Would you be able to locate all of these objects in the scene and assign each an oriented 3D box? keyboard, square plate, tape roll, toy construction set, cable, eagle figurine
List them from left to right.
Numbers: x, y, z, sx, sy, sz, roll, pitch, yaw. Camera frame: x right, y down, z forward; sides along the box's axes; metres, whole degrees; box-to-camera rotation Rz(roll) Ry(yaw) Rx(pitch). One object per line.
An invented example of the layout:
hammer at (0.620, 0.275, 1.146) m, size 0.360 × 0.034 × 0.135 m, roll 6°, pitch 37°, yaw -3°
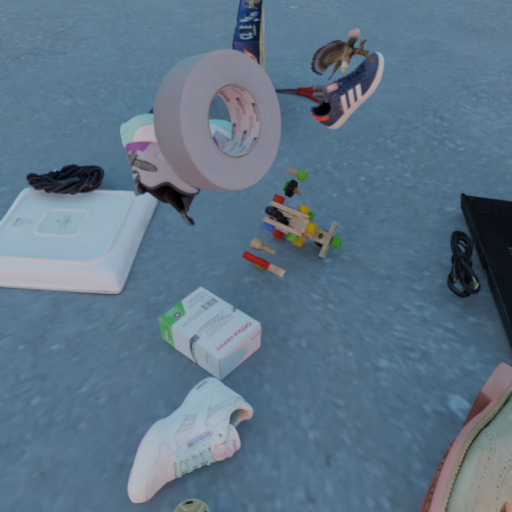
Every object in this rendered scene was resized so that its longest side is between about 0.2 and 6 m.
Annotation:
square plate at (-3.729, -0.496, 10.933) m, size 3.038 × 0.436 × 3.067 m, roll 4°, pitch 39°, yaw 4°
cable at (-4.037, -1.659, 11.903) m, size 1.501 × 0.467 × 1.840 m, roll -9°, pitch 22°, yaw -29°
tape roll at (-0.432, -1.625, 6.837) m, size 0.543 × 1.645 × 1.645 m, roll 8°, pitch 34°, yaw 45°
toy construction set at (0.782, -0.329, 10.222) m, size 1.392 × 1.511 × 1.811 m, roll 27°, pitch 66°, yaw 13°
eagle figurine at (1.179, -2.748, 7.775) m, size 0.727 × 0.552 × 0.549 m, roll -2°, pitch 42°, yaw 41°
keyboard at (4.550, 0.305, 9.896) m, size 2.585 × 0.552 × 4.305 m, roll 8°, pitch 39°, yaw -1°

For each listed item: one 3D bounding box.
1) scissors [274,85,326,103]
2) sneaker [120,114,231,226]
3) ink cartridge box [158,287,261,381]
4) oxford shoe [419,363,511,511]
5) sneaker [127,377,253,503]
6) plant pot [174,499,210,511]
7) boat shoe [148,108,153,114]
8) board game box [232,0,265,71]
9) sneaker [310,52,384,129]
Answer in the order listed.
scissors at (1.198, -4.881, 16.531) m, size 2.430 × 0.169 × 0.889 m, roll 15°, pitch 50°, yaw 22°
sneaker at (-0.934, -1.216, 8.361) m, size 2.200 × 1.539 × 0.855 m, roll -7°, pitch -2°, yaw -37°
ink cartridge box at (-0.712, 1.191, 8.749) m, size 1.319 × 0.555 × 0.963 m, roll 29°, pitch 47°, yaw 31°
oxford shoe at (2.843, 2.602, 6.535) m, size 1.265 × 1.213 × 3.428 m, roll 28°, pitch 47°, yaw 26°
sneaker at (-0.804, 2.377, 7.159) m, size 0.978 × 0.735 × 1.963 m, roll 23°, pitch 45°, yaw 26°
plant pot at (-0.712, 3.111, 6.369) m, size 0.651 × 0.596 × 0.651 m, roll 0°, pitch 39°, yaw 0°
boat shoe at (-2.242, -4.126, 15.160) m, size 0.840 × 0.693 × 2.446 m, roll 19°, pitch 43°, yaw 22°
board game box at (-0.139, -5.002, 14.754) m, size 0.653 × 2.557 × 3.775 m, roll 0°, pitch 39°, yaw 3°
sneaker at (1.682, -3.186, 10.680) m, size 0.735 × 1.739 × 0.652 m, roll 16°, pitch 43°, yaw -28°
